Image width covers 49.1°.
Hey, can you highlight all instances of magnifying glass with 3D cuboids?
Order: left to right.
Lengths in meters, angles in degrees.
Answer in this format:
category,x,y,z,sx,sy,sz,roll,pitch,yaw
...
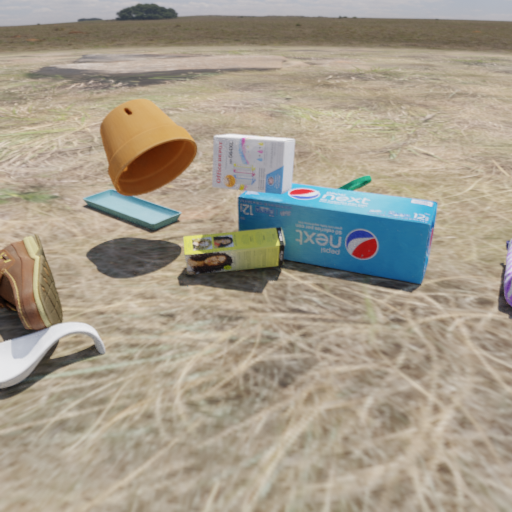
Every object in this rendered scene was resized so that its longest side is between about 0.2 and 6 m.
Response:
category,x,y,z,sx,sy,sz,roll,pitch,yaw
magnifying glass,1.872,-1.450,12.430,1.431,0.160,0.570,-23,-9,13

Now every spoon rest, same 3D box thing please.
category,x,y,z,sx,sy,sz,roll,pitch,yaw
spoon rest,-3.253,1.424,8.330,1.911,0.579,0.950,-15,30,-29

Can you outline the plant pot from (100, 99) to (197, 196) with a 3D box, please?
category,x,y,z,sx,sy,sz,roll,pitch,yaw
plant pot,-2.287,-2.261,11.300,1.842,1.842,1.289,-22,74,-36

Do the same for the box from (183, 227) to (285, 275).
category,x,y,z,sx,sy,sz,roll,pitch,yaw
box,-0.425,-0.089,10.950,1.928,0.726,0.483,-7,55,-4

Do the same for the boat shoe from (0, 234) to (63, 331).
category,x,y,z,sx,sy,sz,roll,pitch,yaw
boat shoe,-4.032,0.537,9.602,1.077,1.147,3.188,-19,24,-19

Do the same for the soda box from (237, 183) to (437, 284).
category,x,y,z,sx,sy,sz,roll,pitch,yaw
soda box,1.597,-0.579,11.490,3.852,1.306,1.236,11,29,20

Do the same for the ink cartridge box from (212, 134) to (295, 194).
category,x,y,z,sx,sy,sz,roll,pitch,yaw
ink cartridge box,-0.135,-1.723,10.410,1.519,0.976,0.951,6,14,13

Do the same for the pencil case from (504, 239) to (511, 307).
category,x,y,z,sx,sy,sz,roll,pitch,yaw
pencil case,5.090,0.220,10.386,0.877,0.894,2.091,12,30,19

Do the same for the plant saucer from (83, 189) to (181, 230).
category,x,y,z,sx,sy,sz,roll,pitch,yaw
plant saucer,-3.107,-1.161,13.885,2.699,0.256,0.943,21,33,34
